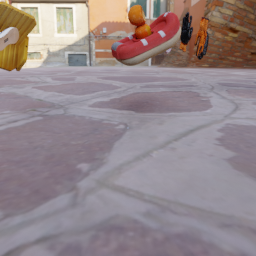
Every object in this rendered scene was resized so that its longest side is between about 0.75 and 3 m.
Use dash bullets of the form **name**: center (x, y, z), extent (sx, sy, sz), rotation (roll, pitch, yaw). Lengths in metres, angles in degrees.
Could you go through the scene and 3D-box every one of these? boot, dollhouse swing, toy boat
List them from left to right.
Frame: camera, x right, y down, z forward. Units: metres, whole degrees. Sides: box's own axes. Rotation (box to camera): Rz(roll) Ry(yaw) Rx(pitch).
- **boot**: center (-3.409, -2.399, 7.432), extent (0.547, 0.440, 1.210), rotation (8, 33, 6)
- **dollhouse swing**: center (-3.361, -2.480, 7.779), extent (1.252, 1.294, 1.424), rotation (-13, -19, 41)
- **toy boat**: center (0.506, -3.267, 9.347), extent (2.486, 1.625, 1.623), rotation (-28, 30, -9)

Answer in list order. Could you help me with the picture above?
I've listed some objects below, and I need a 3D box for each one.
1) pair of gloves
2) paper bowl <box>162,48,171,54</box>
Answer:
- **pair of gloves**: center (2.878, -4.012, 12.181), extent (0.242, 1.743, 1.957), rotation (-12, 35, -21)
- **paper bowl**: center (1.363, -3.313, 10.789), extent (0.447, 0.860, 0.860), rotation (12, 19, 26)
